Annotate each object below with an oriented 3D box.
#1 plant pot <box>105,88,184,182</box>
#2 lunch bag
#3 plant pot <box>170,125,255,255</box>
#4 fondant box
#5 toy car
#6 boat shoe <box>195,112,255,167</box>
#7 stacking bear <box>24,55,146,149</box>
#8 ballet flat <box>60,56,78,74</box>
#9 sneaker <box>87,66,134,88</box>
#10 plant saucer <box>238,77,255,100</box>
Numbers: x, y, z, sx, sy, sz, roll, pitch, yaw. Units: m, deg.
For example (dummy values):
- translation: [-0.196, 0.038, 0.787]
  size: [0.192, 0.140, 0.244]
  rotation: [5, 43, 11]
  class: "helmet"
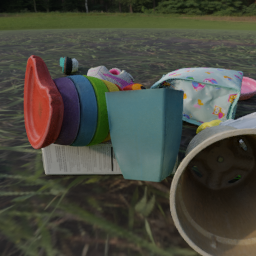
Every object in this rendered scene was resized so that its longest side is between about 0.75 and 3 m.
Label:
- translation: [0.333, 0.104, 4.615]
  size: [1.004, 1.420, 1.003]
  rotation: [-1, 4, 27]
  class: "plant pot"
- translation: [2.119, -1.097, 8.847]
  size: [2.620, 1.598, 2.232]
  rotation: [13, 27, 18]
  class: "lunch bag"
- translation: [1.655, 0.762, 4.502]
  size: [1.980, 1.980, 1.812]
  rotation: [3, 14, 7]
  class: "plant pot"
- translation: [-0.375, 0.253, 6.715]
  size: [2.813, 0.819, 2.029]
  rotation: [1, 24, -1]
  class: "fondant box"
- translation: [2.642, 0.409, 6.603]
  size: [2.328, 0.519, 2.190]
  rotation: [8, 28, 23]
  class: "toy car"
- translation: [2.194, 0.144, 5.701]
  size: [2.186, 0.787, 0.749]
  rotation: [-26, 40, 20]
  class: "boat shoe"
- translation: [-0.564, -0.379, 5.505]
  size: [2.565, 1.459, 1.558]
  rotation: [-3, 43, -33]
  class: "stacking bear"
- translation: [-3.193, -3.504, 15.290]
  size: [0.886, 0.881, 2.590]
  rotation: [1, 23, -18]
  class: "ballet flat"
- translation: [-0.135, -1.060, 8.229]
  size: [1.177, 1.277, 2.894]
  rotation: [-5, -8, 32]
  class: "sneaker"
- translation: [4.328, -1.558, 11.094]
  size: [1.614, 0.409, 1.614]
  rotation: [-5, 33, 3]
  class: "plant saucer"
